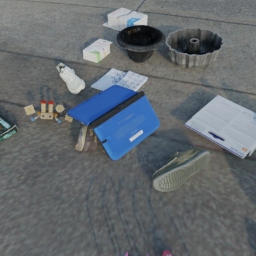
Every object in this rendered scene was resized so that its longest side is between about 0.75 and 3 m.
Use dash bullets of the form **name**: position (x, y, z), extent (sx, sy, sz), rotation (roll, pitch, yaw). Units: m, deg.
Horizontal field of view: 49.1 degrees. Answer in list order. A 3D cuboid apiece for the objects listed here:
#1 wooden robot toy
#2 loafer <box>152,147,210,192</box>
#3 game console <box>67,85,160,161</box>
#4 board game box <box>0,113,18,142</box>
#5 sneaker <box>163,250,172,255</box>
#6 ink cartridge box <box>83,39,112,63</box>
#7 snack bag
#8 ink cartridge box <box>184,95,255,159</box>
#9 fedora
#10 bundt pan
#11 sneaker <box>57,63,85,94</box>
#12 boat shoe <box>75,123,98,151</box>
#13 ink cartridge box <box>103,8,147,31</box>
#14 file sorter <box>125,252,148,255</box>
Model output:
- **wooden robot toy**: position (-3.229, -0.703, 11.650), extent (1.964, 0.865, 0.891), rotation (4, 6, -12)
- **loafer**: position (1.721, 1.353, 9.581), extent (2.367, 0.890, 0.824), rotation (-23, 34, -25)
- **game console**: position (-0.524, -0.345, 11.134), extent (2.771, 2.366, 1.640), rotation (-36, 12, -31)
- **board game box**: position (-5.950, -0.111, 11.337), extent (2.606, 0.367, 1.762), rotation (31, 52, 29)
- **sneaker**: position (1.126, 3.526, 7.446), extent (0.297, 0.350, 0.806), rotation (3, 21, -6)
- **ink cartridge box**: position (-1.645, -4.311, 15.573), extent (0.958, 0.551, 1.636), rotation (22, 48, 21)
- **snack bag**: position (-0.407, -2.243, 13.656), extent (2.139, 0.229, 2.016), rotation (23, 49, 22)
- **ink cartridge box**: position (3.957, -0.021, 11.114), extent (2.622, 0.533, 2.627), rotation (34, 53, 30)
- **fedora**: position (0.686, -4.438, 15.163), extent (2.853, 1.303, 2.853), rotation (0, 44, 0)
- **bundt pan**: position (3.471, -4.154, 14.928), extent (3.026, 1.136, 3.026), rotation (-2, 45, 2)
- **sneaker**: position (-2.752, -2.348, 13.182), extent (0.804, 0.867, 2.140), rotation (-43, 50, -1)
- **boat shoe**: position (-1.432, 0.082, 10.928), extent (0.873, 0.887, 2.382), rotation (19, 40, -12)
- **ink cartridge box**: position (-0.244, -6.963, 18.106), extent (2.617, 0.873, 1.516), rotation (28, 50, 26)
- **file sorter**: position (0.871, 3.884, 6.462), extent (2.160, 1.355, 1.501), rotation (5, 44, 5)
